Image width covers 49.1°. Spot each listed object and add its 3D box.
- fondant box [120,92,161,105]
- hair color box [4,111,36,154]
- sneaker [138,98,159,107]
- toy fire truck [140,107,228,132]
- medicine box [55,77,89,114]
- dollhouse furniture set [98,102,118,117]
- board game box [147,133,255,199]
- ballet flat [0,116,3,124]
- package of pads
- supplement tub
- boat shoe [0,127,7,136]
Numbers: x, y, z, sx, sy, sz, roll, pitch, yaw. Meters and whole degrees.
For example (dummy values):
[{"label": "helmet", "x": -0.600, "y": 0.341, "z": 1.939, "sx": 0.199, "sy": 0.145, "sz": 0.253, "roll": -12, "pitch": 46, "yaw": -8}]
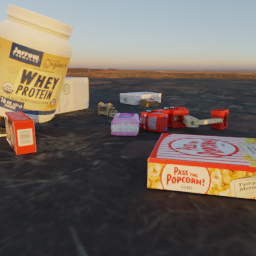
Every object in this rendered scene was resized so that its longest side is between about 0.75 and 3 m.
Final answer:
[{"label": "fondant box", "x": 0.666, "y": -1.582, "z": 14.817, "sx": 1.790, "sy": 0.521, "sz": 1.292, "roll": -10, "pitch": 16, "yaw": -36}, {"label": "hair color box", "x": -2.632, "y": 0.070, "z": 6.773, "sx": 0.461, "sy": 0.764, "sz": 1.504, "roll": -7, "pitch": 13, "yaw": -28}, {"label": "sneaker", "x": 0.951, "y": -1.269, "z": 13.732, "sx": 1.045, "sy": 0.372, "sz": 0.588, "roll": 4, "pitch": 15, "yaw": -16}, {"label": "toy fire truck", "x": 1.765, "y": -0.252, "z": 8.620, "sx": 2.416, "sy": 0.589, "sz": 1.704, "roll": -10, "pitch": 16, "yaw": -40}, {"label": "medicine box", "x": -3.560, "y": -1.495, "z": 12.265, "sx": 2.530, "sy": 1.429, "sz": 2.777, "roll": 8, "pitch": 16, "yaw": 33}, {"label": "dollhouse furniture set", "x": -0.603, "y": -0.772, "z": 11.193, "sx": 0.890, "sy": 0.495, "sz": 0.787, "roll": 11, "pitch": 17, "yaw": 41}, {"label": "board game box", "x": 1.610, "y": 0.595, "z": 4.892, "sx": 2.297, "sy": 0.532, "sz": 1.740, "roll": 3, "pitch": 13, "yaw": 13}, {"label": "ballet flat", "x": -4.807, "y": -0.472, "z": 8.966, "sx": 2.917, "sy": 0.676, "sz": 0.983, "roll": 22, "pitch": -4, "yaw": 44}, {"label": "package of pads", "x": -0.053, "y": -0.125, "z": 8.294, "sx": 0.776, "sy": 0.487, "sz": 1.287, "roll": 3, "pitch": 13, "yaw": 3}, {"label": "supplement tub", "x": -2.821, "y": -1.804, "z": 8.076, "sx": 2.074, "sy": 2.872, "sz": 2.074, "roll": 18, "pitch": 15, "yaw": -5}, {"label": "boat shoe", "x": -3.277, "y": 0.017, "z": 8.053, "sx": 0.930, "sy": 0.308, "sz": 0.348, "roll": -8, "pitch": 15, "yaw": -34}]
